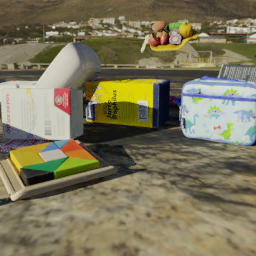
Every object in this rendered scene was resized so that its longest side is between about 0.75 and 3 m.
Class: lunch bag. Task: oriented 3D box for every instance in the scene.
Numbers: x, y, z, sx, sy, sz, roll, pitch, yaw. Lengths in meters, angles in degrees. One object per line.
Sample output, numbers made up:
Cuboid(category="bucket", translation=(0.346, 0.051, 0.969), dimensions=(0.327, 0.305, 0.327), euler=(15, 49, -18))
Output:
Cuboid(category="lunch bag", translation=(2.682, -0.542, 8.192), dimensions=(2.290, 1.841, 0.944), euler=(11, 20, 31))

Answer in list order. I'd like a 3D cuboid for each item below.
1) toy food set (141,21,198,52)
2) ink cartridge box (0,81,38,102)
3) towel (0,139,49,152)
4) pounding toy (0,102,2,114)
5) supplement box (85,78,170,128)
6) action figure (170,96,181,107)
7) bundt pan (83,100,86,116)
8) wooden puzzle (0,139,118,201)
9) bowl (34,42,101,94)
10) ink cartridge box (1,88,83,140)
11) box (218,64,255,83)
Cuboid(category="toy food set", translation=(1.606, -3.956, 11.708), dimensions=(2.537, 0.829, 1.493), euler=(4, 50, 31))
Cuboid(category="ink cartridge box", translation=(-4.858, -1.713, 13.945), dimensions=(2.666, 1.124, 1.947), euler=(1, 15, 2))
Cuboid(category="towel", translation=(-2.904, 0.451, 7.744), dimensions=(1.197, 0.179, 0.876), euler=(2, 14, 9))
Cuboid(category="pounding toy", translation=(-5.740, -0.969, 12.184), dimensions=(0.796, 0.615, 0.865), euler=(-12, 19, -40))
Cuboid(category="supplement box", translation=(0.004, -1.026, 10.549), dimensions=(2.843, 1.557, 1.547), euler=(5, 16, 21))
Cuboid(category="action figure", translation=(2.467, -1.394, 14.022), dimensions=(0.728, 0.575, 2.224), euler=(-8, 14, -20))
Cuboid(category="bundt pan", translation=(-2.227, -0.779, 11.585), dimensions=(1.505, 0.565, 1.505), euler=(0, 16, 0))
Cuboid(category="wooden puzzle", translation=(-1.687, 0.729, 6.212), dimensions=(2.149, 0.432, 2.323), euler=(-10, 18, -33))
Cuboid(category="bowl", translation=(-2.108, -1.809, 10.480), dimensions=(0.967, 2.591, 2.588), euler=(44, 15, 4))
Cuboid(category="ink cartridge box", translation=(-2.467, -0.445, 8.302), dimensions=(1.994, 1.449, 1.442), euler=(2, 6, 5))
Cuboid(category="box", translation=(4.245, -0.914, 8.959), dimensions=(2.523, 1.351, 1.873), euler=(9, -23, 32))
